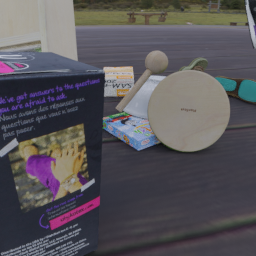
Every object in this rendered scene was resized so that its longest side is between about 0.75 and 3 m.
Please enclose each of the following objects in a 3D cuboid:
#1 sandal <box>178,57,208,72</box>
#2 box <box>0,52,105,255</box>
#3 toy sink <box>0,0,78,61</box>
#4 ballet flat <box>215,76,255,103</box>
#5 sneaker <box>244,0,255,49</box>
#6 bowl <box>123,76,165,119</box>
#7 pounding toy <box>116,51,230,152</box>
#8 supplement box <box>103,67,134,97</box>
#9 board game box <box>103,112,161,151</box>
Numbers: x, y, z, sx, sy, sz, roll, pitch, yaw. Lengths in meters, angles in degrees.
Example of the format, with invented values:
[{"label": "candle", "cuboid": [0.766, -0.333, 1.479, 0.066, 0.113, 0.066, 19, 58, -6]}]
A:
[{"label": "sandal", "cuboid": [3.120, -2.547, 13.482, 0.816, 1.135, 2.858, 33, 44, 23]}, {"label": "box", "cuboid": [-1.490, 0.474, 4.177, 1.571, 2.961, 1.810, -11, 26, -36]}, {"label": "toy sink", "cuboid": [-2.462, -2.588, 7.461, 1.590, 2.838, 1.850, -5, 0, 12]}, {"label": "ballet flat", "cuboid": [4.724, -1.585, 11.617, 0.958, 0.898, 2.649, 6, 12, -40]}, {"label": "sneaker", "cuboid": [3.562, -2.949, 7.390, 0.750, 1.712, 0.648, -11, -18, 29]}, {"label": "bowl", "cuboid": [1.103, -1.129, 9.575, 2.595, 1.166, 2.595, 4, 16, -1]}, {"label": "pounding toy", "cuboid": [1.346, -0.644, 7.891, 2.774, 2.141, 1.287, 32, 6, 1]}, {"label": "supplement box", "cuboid": [-0.446, -2.131, 12.577, 1.417, 0.827, 2.249, -1, 25, -1]}, {"label": "board game box", "cuboid": [0.287, -0.019, 8.519, 1.475, 0.357, 1.950, -17, 30, -33]}]
